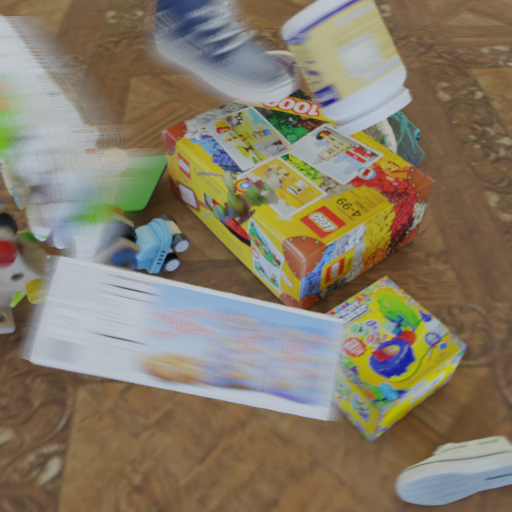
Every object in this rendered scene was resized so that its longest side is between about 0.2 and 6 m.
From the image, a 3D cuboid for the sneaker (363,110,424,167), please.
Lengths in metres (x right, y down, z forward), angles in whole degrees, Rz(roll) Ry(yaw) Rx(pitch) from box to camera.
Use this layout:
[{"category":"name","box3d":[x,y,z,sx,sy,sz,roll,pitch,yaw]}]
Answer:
[{"category":"sneaker","box3d":[3.055,-2.766,12.392,1.112,0.945,2.437,10,52,-10]}]

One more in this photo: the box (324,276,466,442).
[{"category":"box","box3d":[1.825,1.485,8.366,1.694,1.033,1.631,-29,53,-24]}]

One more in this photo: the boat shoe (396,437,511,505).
[{"category":"boat shoe","box3d":[2.672,2.849,7.524,1.798,0.661,0.600,-3,28,-10]}]

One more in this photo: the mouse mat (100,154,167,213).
[{"category":"mouse mat","box3d":[-2.876,-1.410,11.214,2.183,0.082,1.757,-3,46,20]}]

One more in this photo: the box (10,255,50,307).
[{"category":"box","box3d":[-4.194,0.344,9.894,0.654,0.256,1.073,21,52,17]}]

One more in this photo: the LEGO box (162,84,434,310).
[{"category":"LEGO box","box3d":[0.643,-1.309,10.473,3.023,1.566,4.059,-30,55,-24]}]

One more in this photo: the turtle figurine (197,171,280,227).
[{"category":"turtle figurine","box3d":[-0.220,-0.809,7.039,0.904,0.671,0.933,-20,24,-17]}]

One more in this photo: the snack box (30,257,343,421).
[{"category":"snack box","box3d":[-0.558,0.766,5.091,2.652,0.322,0.953,13,77,-7]}]

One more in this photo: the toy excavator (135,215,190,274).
[{"category":"toy excavator","box3d":[-2.101,-0.022,9.820,1.456,1.416,0.727,-2,43,-41]}]

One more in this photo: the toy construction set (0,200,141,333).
[{"category":"toy construction set","box3d":[-3.162,0.500,8.882,3.118,2.396,2.600,45,32,9]}]

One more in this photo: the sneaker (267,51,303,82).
[{"category":"sneaker","box3d":[-0.031,-4.900,14.105,2.491,0.933,1.241,-2,48,-2]}]

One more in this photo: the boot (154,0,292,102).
[{"category":"boot","box3d":[-0.632,-3.697,9.476,2.863,1.293,1.041,29,55,18]}]

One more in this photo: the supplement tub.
[{"category":"supplement tub","box3d":[1.284,-2.688,7.791,1.257,1.729,1.257,-28,13,7]}]

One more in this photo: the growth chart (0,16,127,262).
[{"category":"growth chart","box3d":[-3.223,-1.597,7.789,0.368,3.002,4.148,-27,67,-39]}]
